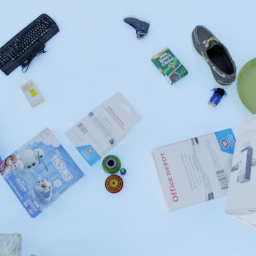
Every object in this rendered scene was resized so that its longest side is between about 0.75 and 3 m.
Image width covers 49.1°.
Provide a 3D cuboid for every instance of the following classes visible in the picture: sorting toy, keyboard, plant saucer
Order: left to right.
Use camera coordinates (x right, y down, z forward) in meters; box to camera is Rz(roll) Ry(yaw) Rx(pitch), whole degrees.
[{"bbox_3d":[-3.693,-3.118,10.245,1.431,0.545,2.750,42,80,11],"label":"keyboard"},{"bbox_3d":[-0.431,1.436,8.983,0.771,0.527,1.283,-10,74,-3],"label":"sorting toy"},{"bbox_3d":[5.000,-1.337,9.822,2.527,0.393,2.527,0,75,1],"label":"plant saucer"}]

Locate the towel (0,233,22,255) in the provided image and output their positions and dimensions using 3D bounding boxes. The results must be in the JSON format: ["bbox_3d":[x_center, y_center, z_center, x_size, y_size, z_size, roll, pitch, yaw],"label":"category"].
[{"bbox_3d":[-4.360,4.157,7.898,2.592,0.624,2.219,-1,79,1],"label":"towel"}]

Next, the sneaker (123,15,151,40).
[{"bbox_3d":[0.261,-3.749,10.472,1.068,0.406,0.772,14,72,3],"label":"sneaker"}]

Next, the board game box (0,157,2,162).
[{"bbox_3d":[-5.410,0.654,9.254,1.888,0.411,1.897,-24,76,-6],"label":"board game box"}]

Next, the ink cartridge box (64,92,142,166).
[{"bbox_3d":[-0.766,0.022,9.242,2.271,0.770,1.317,-39,78,-10],"label":"ink cartridge box"}]

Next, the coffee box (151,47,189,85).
[{"bbox_3d":[1.494,-2.247,10.126,0.771,0.276,1.255,-33,77,-9],"label":"coffee box"}]

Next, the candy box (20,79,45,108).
[{"bbox_3d":[-3.396,-1.227,9.923,0.502,0.130,0.982,-33,77,-6],"label":"candy box"}]

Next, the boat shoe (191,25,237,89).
[{"bbox_3d":[3.053,-2.701,9.910,0.947,0.800,2.656,-21,70,-5],"label":"boat shoe"}]

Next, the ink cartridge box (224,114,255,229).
[{"bbox_3d":[4.026,1.294,7.651,2.126,1.238,2.919,25,66,-11],"label":"ink cartridge box"}]

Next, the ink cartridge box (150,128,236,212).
[{"bbox_3d":[2.165,1.317,8.705,2.621,1.105,1.913,-14,75,-4],"label":"ink cartridge box"}]

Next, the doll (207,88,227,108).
[{"bbox_3d":[3.154,-1.182,9.858,0.631,0.224,0.925,32,76,20],"label":"doll"}]

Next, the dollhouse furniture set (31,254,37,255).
[{"bbox_3d":[-2.205,4.214,8.153,1.333,0.939,0.934,28,74,35],"label":"dollhouse furniture set"}]

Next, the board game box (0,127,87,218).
[{"bbox_3d":[-2.793,1.390,9.031,2.067,0.450,2.077,-39,78,-11],"label":"board game box"}]
